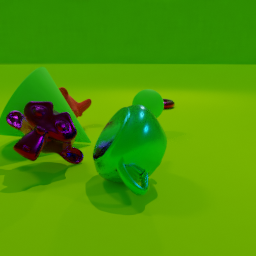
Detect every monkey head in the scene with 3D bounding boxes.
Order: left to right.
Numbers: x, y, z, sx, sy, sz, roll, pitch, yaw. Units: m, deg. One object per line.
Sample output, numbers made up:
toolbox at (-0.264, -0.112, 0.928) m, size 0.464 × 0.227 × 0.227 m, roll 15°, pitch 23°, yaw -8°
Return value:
monkey head at (-1.324, 0.141, 4.317) m, size 1.433 × 0.863 × 1.031 m, roll 33°, pitch 55°, yaw -4°
monkey head at (-1.510, -0.579, 6.834) m, size 1.091 × 0.914 × 1.517 m, roll -42°, pitch 8°, yaw -25°

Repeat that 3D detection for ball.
ball at (0.441, -0.506, 6.204) m, size 0.703 × 0.703 × 0.703 m, roll 0°, pitch 14°, yaw 0°

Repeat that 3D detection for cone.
cone at (-1.404, -0.120, 5.575) m, size 1.569 × 1.563 × 1.563 m, roll 32°, pitch 13°, yaw -6°

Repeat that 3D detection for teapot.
teapot at (0.085, 0.248, 3.960) m, size 0.886 × 1.125 × 1.809 m, roll 32°, pitch 27°, yaw -18°

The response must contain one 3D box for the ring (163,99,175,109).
ring at (1.065, -0.873, 10.036) m, size 1.219 × 0.244 × 1.219 m, roll 0°, pitch 14°, yaw 0°
